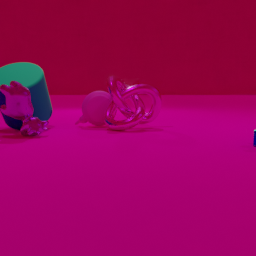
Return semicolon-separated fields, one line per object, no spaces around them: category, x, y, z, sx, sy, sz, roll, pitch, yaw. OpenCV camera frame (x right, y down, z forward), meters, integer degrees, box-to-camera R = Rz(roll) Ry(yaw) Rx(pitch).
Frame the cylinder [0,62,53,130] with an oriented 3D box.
cylinder;-2.464;-0.744;6.576;1.166;1.166;1.166;0;44;0

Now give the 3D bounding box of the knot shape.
knot shape;0.149;-0.589;6.812;1.429;1.527;0.706;3;-25;-18

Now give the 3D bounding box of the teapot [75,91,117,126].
teapot;-0.786;-0.483;7.252;1.437;0.893;0.703;-35;10;-4

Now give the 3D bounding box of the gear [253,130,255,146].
gear;2.724;0.202;4.328;1.411;0.261;1.411;0;7;0

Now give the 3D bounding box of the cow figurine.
cow figurine;-2.026;-0.344;5.512;0.999;1.016;0.558;27;37;18
